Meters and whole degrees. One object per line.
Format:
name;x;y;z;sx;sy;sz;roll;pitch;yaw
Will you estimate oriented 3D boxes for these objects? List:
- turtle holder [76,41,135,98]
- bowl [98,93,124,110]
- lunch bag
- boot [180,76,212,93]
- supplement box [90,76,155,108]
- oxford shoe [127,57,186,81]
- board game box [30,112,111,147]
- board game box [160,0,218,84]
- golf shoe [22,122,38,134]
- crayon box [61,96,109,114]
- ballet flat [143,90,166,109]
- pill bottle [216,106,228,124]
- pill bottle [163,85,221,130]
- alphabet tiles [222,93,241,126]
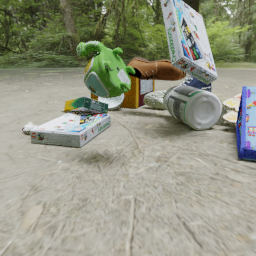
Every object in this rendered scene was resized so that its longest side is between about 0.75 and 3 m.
turtle holder;-0.601;-1.319;6.654;1.010;1.081;1.423;-21;-35;31
bowl;-0.762;-1.323;13.492;1.253;0.563;1.253;-5;58;8
lunch bag;4.192;0.070;7.653;2.170;1.356;2.883;7;33;17
boot;2.954;-2.096;14.515;2.833;1.280;1.031;-2;17;-8
supplement box;-0.214;-2.248;14.999;2.632;1.772;2.669;7;17;25
oxford shoe;1.097;-2.292;11.740;2.727;0.973;0.972;13;47;33
board game box;-1.790;-0.028;9.423;1.663;0.456;2.634;5;16;16
board game box;1.980;-2.935;9.152;1.759;2.786;0.482;17;-33;-36
golf shoe;-3.225;0.094;9.373;0.436;0.359;0.953;-31;30;-31
crayon box;-1.703;-0.782;10.830;1.090;0.447;1.734;14;-12;-40
ballet flat;1.961;-1.321;13.296;2.559;0.918;0.918;-7;14;11
pill bottle;3.343;-0.636;11.162;0.716;0.716;1.275;-3;15;-10
pill bottle;2.336;-0.887;10.780;1.399;1.399;2.474;-4;17;-14
alphabet tiles;4.794;-0.497;9.877;2.673;0.199;2.733;-24;41;-27
